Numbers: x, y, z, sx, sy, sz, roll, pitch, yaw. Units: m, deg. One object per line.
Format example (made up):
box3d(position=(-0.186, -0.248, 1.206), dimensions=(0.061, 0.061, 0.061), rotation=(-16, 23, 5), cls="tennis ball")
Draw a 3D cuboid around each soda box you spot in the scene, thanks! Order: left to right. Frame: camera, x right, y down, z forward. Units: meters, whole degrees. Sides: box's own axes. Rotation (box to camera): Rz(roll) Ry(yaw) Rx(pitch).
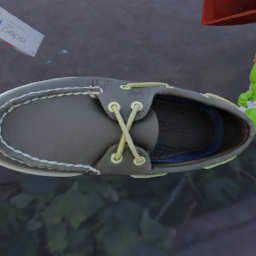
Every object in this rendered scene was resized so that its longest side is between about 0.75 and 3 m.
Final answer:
box3d(position=(-3.176, -2.582, 7.031), dimensions=(0.620, 1.949, 0.664), rotation=(25, 88, 48), cls="soda box")

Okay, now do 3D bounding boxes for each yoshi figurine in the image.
box3d(position=(2.253, -0.495, 4.654), dimensions=(0.835, 1.491, 0.838), rotation=(-2, 23, -45), cls="yoshi figurine")

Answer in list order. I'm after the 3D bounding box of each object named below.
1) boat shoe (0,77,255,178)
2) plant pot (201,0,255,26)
box3d(position=(0.084, -0.009, 2.827), dimensions=(2.840, 1.015, 0.849), rotation=(1, 1, -31), cls="boat shoe")
box3d(position=(3.465, -3.782, 7.264), dimensions=(1.920, 2.179, 2.177), rotation=(0, 7, -32), cls="plant pot")
